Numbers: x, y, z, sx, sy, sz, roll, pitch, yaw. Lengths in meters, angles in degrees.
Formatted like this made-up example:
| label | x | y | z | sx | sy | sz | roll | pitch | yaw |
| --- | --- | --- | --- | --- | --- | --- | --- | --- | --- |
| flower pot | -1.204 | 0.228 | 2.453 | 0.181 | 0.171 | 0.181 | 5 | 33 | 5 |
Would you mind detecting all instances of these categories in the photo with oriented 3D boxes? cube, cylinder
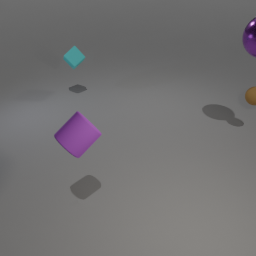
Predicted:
| label | x | y | z | sx | sy | sz | roll | pitch | yaw |
| --- | --- | --- | --- | --- | --- | --- | --- | --- | --- |
| cube | -2.509 | -3.264 | 13.046 | 0.700 | 0.700 | 0.700 | -46 | 12 | -9 |
| cylinder | -1.024 | 0.136 | 5.759 | 0.700 | 0.700 | 0.700 | -46 | 42 | -3 |

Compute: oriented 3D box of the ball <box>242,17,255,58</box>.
| label | x | y | z | sx | sy | sz | roll | pitch | yaw |
| --- | --- | --- | --- | --- | --- | --- | --- | --- | --- |
| ball | 4.429 | -2.941 | 8.999 | 1.400 | 1.400 | 1.400 | 0 | 31 | 0 |

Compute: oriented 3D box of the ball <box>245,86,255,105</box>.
| label | x | y | z | sx | sy | sz | roll | pitch | yaw |
| --- | --- | --- | --- | --- | --- | --- | --- | --- | --- |
| ball | 4.704 | -1.186 | 10.357 | 0.700 | 0.700 | 0.700 | 0 | 31 | 0 |
